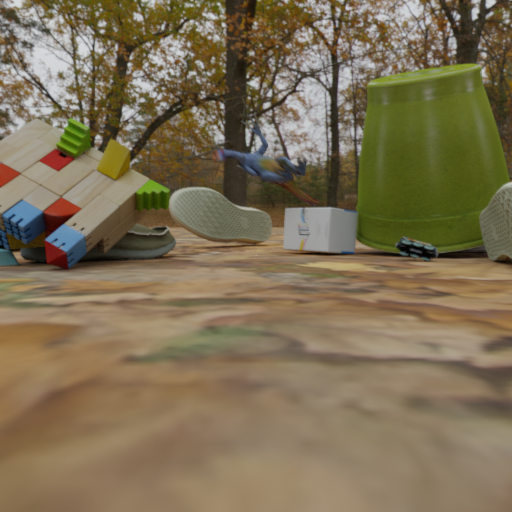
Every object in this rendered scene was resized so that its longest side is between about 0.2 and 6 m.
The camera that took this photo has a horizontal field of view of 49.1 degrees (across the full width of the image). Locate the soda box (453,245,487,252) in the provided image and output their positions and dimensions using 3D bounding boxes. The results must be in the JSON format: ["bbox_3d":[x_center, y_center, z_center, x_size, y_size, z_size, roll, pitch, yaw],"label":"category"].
[{"bbox_3d":[4.109,-0.507,11.144,2.676,0.852,0.912,0,4,-5],"label":"soda box"}]

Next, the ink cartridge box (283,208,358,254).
[{"bbox_3d":[1.155,-0.454,10.215,0.800,0.786,1.087,3,1,-44],"label":"ink cartridge box"}]

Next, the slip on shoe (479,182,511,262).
[{"bbox_3d":[3.642,-0.417,7.233,0.944,1.143,3.086,-14,-4,12],"label":"slip on shoe"}]

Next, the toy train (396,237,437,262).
[{"bbox_3d":[2.428,-0.113,8.450,0.621,0.265,0.354,15,23,17],"label":"toy train"}]

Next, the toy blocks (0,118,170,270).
[{"bbox_3d":[-2.848,-0.776,7.678,2.710,1.354,1.852,29,50,12],"label":"toy blocks"}]

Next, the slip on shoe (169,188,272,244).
[{"bbox_3d":[-0.882,-0.835,12.965,0.935,1.132,3.057,0,-6,39],"label":"slip on shoe"}]

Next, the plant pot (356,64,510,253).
[{"bbox_3d":[3.046,-1.829,9.875,2.873,2.766,2.873,-9,19,3],"label":"plant pot"}]

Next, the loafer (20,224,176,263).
[{"bbox_3d":[-2.349,-0.371,8.742,2.513,0.875,0.945,-3,5,-43],"label":"loafer"}]

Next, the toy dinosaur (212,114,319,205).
[{"bbox_3d":[0.019,-1.556,10.280,1.679,1.850,0.971,11,45,44],"label":"toy dinosaur"}]

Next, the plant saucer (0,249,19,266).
[{"bbox_3d":[-4.499,0.060,7.244,2.535,0.240,0.886,-4,5,-35],"label":"plant saucer"}]

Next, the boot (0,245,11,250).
[{"bbox_3d":[-4.870,-0.493,11.566,1.206,1.177,3.197,25,19,27],"label":"boot"}]
